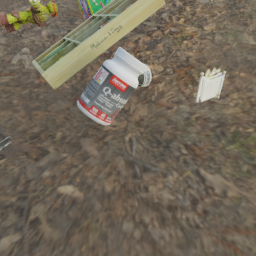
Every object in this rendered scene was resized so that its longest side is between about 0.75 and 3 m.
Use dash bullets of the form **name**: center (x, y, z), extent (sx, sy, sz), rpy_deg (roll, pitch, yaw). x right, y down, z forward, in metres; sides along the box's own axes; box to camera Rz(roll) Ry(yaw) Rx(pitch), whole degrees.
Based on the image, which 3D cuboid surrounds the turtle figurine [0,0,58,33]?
- **turtle figurine**: center (-2.985, -3.550, 8.833), extent (1.922, 0.768, 2.383), rpy_deg (-19, 16, -3)

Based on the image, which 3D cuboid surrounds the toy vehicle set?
- **toy vehicle set**: center (-0.780, -2.103, 6.323), extent (2.951, 0.391, 1.833), rpy_deg (-40, 31, -7)

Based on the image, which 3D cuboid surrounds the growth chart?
- **growth chart**: center (1.963, -1.012, 6.596), extent (1.154, 0.835, 0.102), rpy_deg (-16, 35, -42)

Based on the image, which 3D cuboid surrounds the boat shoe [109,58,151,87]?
- **boat shoe**: center (-0.270, -1.402, 7.074), extent (0.656, 0.728, 2.060), rpy_deg (-12, 18, -30)

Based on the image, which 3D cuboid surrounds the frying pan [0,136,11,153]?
- **frying pan**: center (-2.490, 0.419, 5.351), extent (0.638, 1.055, 0.172), rpy_deg (-43, 99, -22)

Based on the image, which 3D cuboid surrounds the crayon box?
- **crayon box**: center (-1.095, -3.996, 8.411), extent (0.709, 2.435, 1.446), rpy_deg (-23, 12, -11)

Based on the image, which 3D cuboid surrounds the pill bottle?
- **pill bottle**: center (-0.289, -0.767, 5.163), extent (0.761, 1.313, 0.761), rpy_deg (35, 13, -9)
